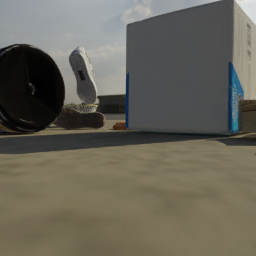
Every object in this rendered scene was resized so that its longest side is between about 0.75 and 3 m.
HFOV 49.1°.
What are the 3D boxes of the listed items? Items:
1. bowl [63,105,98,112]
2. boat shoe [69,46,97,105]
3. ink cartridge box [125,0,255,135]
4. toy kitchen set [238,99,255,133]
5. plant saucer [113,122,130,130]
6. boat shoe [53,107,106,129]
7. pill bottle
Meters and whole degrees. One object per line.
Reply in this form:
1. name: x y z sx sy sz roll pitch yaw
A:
1. bowl: -1.944 -0.455 10.422 1.652 0.775 1.652 -1 3 0
2. boat shoe: -1.387 -1.719 9.307 0.742 2.016 0.659 4 42 10
3. ink cartridge box: 1.654 -1.020 6.134 2.150 2.188 2.972 1 1 37
4. toy kitchen set: 2.873 -0.882 4.376 2.286 2.062 1.865 0 1 3
5. plant saucer: 0.241 -0.070 7.647 1.324 0.214 1.324 0 3 0
6. boat shoe: -1.412 -0.215 7.632 1.549 0.586 0.556 9 -5 -21
7. pill bottle: -2.909 -0.754 6.076 2.994 1.675 1.675 1 2 38
